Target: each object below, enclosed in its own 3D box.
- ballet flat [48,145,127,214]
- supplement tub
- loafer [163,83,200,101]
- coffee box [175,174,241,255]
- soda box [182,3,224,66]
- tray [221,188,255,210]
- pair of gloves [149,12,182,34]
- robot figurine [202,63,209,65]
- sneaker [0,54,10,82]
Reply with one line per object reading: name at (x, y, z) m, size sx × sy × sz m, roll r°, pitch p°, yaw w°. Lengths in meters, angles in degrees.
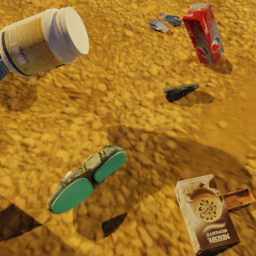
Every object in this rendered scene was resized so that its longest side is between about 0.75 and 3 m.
ballet flat at (-1.304, 1.489, 8.591) m, size 2.808 × 1.042 × 1.042 m, roll -34°, pitch 62°, yaw -23°
supplement tub at (-2.517, -2.607, 8.548) m, size 2.290 × 1.654 × 1.654 m, roll -13°, pitch 54°, yaw 17°
loafer at (2.070, -1.404, 10.799) m, size 1.457 × 0.458 × 0.524 m, roll -11°, pitch 15°, yaw -9°
coffee box at (2.165, 2.426, 7.901) m, size 1.100 × 0.777 × 1.946 m, roll -11°, pitch 56°, yaw -7°
soda box at (1.949, -2.341, 7.128) m, size 0.505 × 1.593 × 0.558 m, roll 24°, pitch 73°, yaw 42°
tray at (3.309, 2.145, 8.469) m, size 0.919 × 0.170 × 0.453 m, roll -12°, pitch 57°, yaw -7°
pair of gloves at (1.798, -5.029, 13.381) m, size 1.514 × 0.173 × 1.217 m, roll -39°, pitch 66°, yaw -22°
robot figurine at (3.337, -3.092, 11.786) m, size 0.610 × 0.752 × 1.046 m, roll -5°, pitch 49°, yaw 37°
sneaker at (-5.373, -2.782, 11.304) m, size 1.157 × 1.041 × 2.970 m, roll 21°, pitch 53°, yaw 10°
